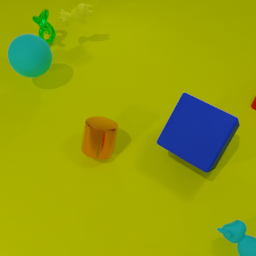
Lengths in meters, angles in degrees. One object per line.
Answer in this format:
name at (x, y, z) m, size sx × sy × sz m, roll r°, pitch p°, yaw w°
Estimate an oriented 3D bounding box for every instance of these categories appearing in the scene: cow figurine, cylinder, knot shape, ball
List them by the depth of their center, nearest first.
cow figurine at (2.081, 2.156, 4.989) m, size 0.950 × 0.530 × 0.965 m, roll 5°, pitch 80°, yaw 8°
cylinder at (-0.644, 0.212, 6.338) m, size 0.740 × 0.740 × 0.740 m, roll 10°, pitch 23°, yaw -4°
ball at (-2.610, -1.920, 7.498) m, size 1.127 × 1.127 × 1.127 m, roll 0°, pitch 51°, yaw 0°
cow figurine at (-1.618, -3.478, 8.561) m, size 0.898 × 0.913 × 0.501 m, roll 2°, pitch 68°, yaw -39°
knot shape at (-2.665, -3.238, 8.862) m, size 0.497 × 1.075 × 1.006 m, roll -11°, pitch 10°, yaw 0°

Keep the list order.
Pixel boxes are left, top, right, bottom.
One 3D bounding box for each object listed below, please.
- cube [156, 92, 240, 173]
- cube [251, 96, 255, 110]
cube at (1.532, 0.111, 5.989) m, size 1.195 × 1.195 × 1.195 m, roll 31°, pitch 98°, yaw 22°
cube at (3.957, -0.795, 7.176) m, size 0.941 × 0.941 × 0.941 m, roll -30°, pitch 57°, yaw -22°
